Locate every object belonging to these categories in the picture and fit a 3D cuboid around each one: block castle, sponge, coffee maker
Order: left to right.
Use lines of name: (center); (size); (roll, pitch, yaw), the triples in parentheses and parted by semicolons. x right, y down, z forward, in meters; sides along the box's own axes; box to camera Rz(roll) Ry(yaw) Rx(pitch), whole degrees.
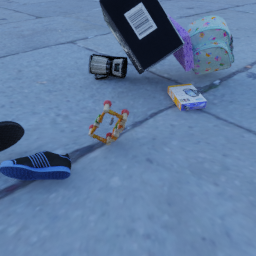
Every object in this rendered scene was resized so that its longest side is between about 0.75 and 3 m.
block castle: (-0.485, -0.133, 7.037); (0.713, 1.067, 0.500); (26, 35, -14)
coffee maker: (-0.704, -2.464, 10.823); (1.358, 0.915, 1.304); (8, 40, 7)
sponge: (1.751, -3.268, 10.379); (0.366, 1.370, 2.456); (-21, 42, 1)

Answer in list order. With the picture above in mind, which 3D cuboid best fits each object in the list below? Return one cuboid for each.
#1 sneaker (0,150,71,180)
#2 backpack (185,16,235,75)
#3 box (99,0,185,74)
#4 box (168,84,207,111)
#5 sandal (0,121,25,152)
sneaker: (-1.971, 0.777, 6.078); (1.461, 0.512, 0.569); (7, 46, -19)
backpack: (2.976, -3.026, 10.356); (1.725, 1.963, 1.504); (-9, 46, 24)
box: (0.413, -3.362, 9.630); (1.603, 2.587, 2.543); (-33, 8, 5)
box: (1.941, -0.990, 9.188); (0.872, 0.304, 1.464); (-7, 37, -9)
sandal: (-3.566, 0.289, 6.317); (2.377, 0.893, 0.536); (-21, 53, -29)
